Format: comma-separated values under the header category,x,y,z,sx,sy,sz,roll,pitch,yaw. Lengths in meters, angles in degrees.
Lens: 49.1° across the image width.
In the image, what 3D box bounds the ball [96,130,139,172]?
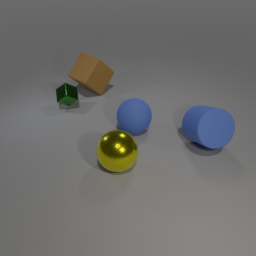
category,x,y,z,sx,sy,sz,roll,pitch,yaw
ball,-0.346,0.752,9.258,1.400,1.400,1.400,0,33,0

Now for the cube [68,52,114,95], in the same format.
category,x,y,z,sx,sy,sz,roll,pitch,yaw
cube,-1.834,-2.719,14.069,1.400,1.400,1.400,28,-2,36

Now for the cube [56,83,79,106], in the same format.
category,x,y,z,sx,sy,sz,roll,pitch,yaw
cube,-2.761,-1.510,12.696,0.700,0.700,0.700,16,56,-48

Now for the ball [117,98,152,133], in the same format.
category,x,y,z,sx,sy,sz,roll,pitch,yaw
ball,0.248,-0.487,11.125,1.400,1.400,1.400,0,33,0

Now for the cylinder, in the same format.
category,x,y,z,sx,sy,sz,roll,pitch,yaw
cylinder,2.859,-0.076,10.115,1.400,1.400,1.400,-7,11,-11
